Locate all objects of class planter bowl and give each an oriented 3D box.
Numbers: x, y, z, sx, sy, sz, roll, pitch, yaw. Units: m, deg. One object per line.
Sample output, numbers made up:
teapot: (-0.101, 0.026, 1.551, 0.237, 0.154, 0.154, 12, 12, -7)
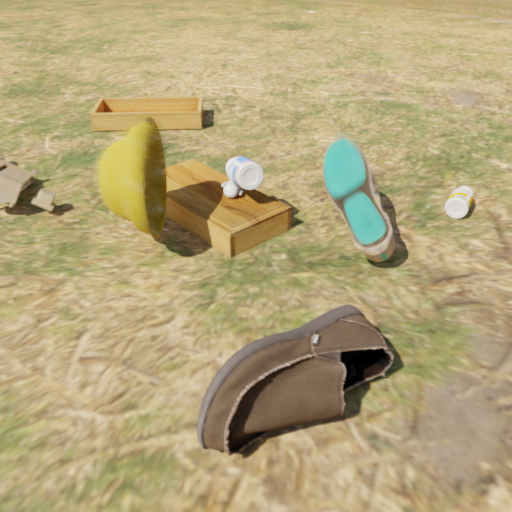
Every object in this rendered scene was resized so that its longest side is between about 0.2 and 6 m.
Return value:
planter bowl: (-2.244, -1.367, 10.033, 0.894, 2.147, 2.147, -1, 33, 3)

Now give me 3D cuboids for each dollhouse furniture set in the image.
dollhouse furniture set: (-6.148, -1.517, 12.517, 3.290, 1.606, 2.806, 24, 12, -17)

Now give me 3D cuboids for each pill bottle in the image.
pill bottle: (4.334, -1.163, 11.883, 0.468, 0.468, 0.843, 17, 36, 25)
pill bottle: (-0.263, -1.641, 10.934, 0.544, 0.544, 0.969, -11, 23, -16)

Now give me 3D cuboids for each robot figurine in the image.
robot figurine: (-0.481, -1.353, 11.269, 0.442, 0.294, 0.521, 22, 34, 0)

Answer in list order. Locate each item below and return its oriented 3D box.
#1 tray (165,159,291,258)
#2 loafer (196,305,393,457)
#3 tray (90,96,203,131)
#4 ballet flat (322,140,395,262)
tray: (-0.978, -1.128, 11.726, 1.604, 0.602, 3.253, -26, 42, -34)
loafer: (0.628, 1.544, 7.048, 3.081, 1.125, 1.094, -26, 40, -34)
tray: (-3.147, -4.205, 16.540, 3.096, 0.573, 1.527, -1, 32, -3)
ballet flat: (1.930, -1.000, 10.591, 0.951, 0.939, 2.793, -24, 50, 19)
